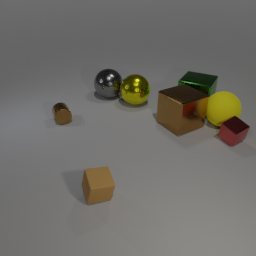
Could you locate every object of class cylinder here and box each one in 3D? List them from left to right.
[{"bbox_3d":[-2.727,-0.600,11.543,0.700,0.700,0.700,-12,33,-19],"label":"cylinder"}]

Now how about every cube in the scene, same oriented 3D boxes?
[{"bbox_3d":[-0.836,1.576,7.762,0.700,0.700,0.700,-4,43,-24],"label":"cube"},{"bbox_3d":[2.124,-0.754,11.111,1.400,1.400,1.400,-18,36,-28],"label":"cube"},{"bbox_3d":[3.045,-1.557,12.437,1.400,1.400,1.400,15,35,24],"label":"cube"},{"bbox_3d":[3.825,0.116,10.149,0.700,0.700,0.700,-26,51,-20],"label":"cube"}]

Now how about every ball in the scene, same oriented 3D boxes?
[{"bbox_3d":[-0.927,-2.124,13.390,1.400,1.400,1.400,0,31,0],"label":"ball"},{"bbox_3d":[0.328,-1.742,12.738,1.400,1.400,1.400,0,31,0],"label":"ball"},{"bbox_3d":[3.769,-0.752,11.161,1.400,1.400,1.400,0,31,0],"label":"ball"}]
